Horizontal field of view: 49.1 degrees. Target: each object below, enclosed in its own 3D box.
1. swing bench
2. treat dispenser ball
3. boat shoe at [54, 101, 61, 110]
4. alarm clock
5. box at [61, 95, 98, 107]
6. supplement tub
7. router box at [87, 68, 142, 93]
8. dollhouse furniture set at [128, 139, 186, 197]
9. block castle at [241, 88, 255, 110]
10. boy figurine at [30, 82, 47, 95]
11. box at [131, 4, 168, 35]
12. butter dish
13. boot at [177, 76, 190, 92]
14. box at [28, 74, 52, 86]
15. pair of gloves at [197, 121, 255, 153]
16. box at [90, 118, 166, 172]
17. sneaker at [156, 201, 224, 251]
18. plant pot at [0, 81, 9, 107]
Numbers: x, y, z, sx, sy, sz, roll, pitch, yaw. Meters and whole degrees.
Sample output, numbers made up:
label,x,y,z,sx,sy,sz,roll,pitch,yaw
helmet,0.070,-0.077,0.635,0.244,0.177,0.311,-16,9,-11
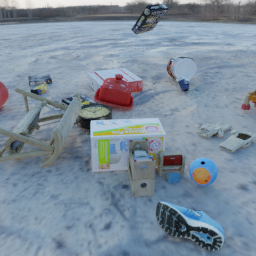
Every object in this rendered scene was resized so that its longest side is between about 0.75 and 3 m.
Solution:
label,x,y,z,sx,sy,sz,roll,pitch,yaw
swing bench,-3.126,-0.052,9.819,2.557,1.659,2.543,6,34,5
treat dispenser ball,2.223,1.294,8.268,0.826,0.826,0.826,0,27,0
boat shoe,-3.431,-1.100,13.567,0.289,0.273,0.804,-12,29,-22
alarm clock,-1.396,-0.552,11.963,1.526,0.753,2.263,3,30,7
box,-2.344,-1.162,13.593,1.190,0.362,1.476,-19,32,-37
supplement tub,3.197,-3.672,17.172,1.408,1.408,2.297,-3,16,-5
router box,-0.833,-2.717,16.274,2.482,0.675,2.765,-10,29,-19
dollhouse furniture set,0.930,1.096,8.230,1.730,1.213,1.220,-3,27,-5
block castle,6.429,-1.021,12.689,1.405,0.986,2.102,-27,35,-35
boy figurine,-4.834,-2.163,15.513,0.806,0.418,1.297,4,30,14
box,1.031,-5.053,12.979,0.411,1.349,1.674,46,41,6
butter dish,-0.558,-1.936,13.677,1.935,1.430,1.930,12,26,-4
boot,3.209,-2.369,15.824,0.616,0.765,1.693,-23,-10,26
box,-5.391,-2.947,17.125,1.323,0.320,1.048,-10,29,-19
pair of gloves,3.815,0.222,10.917,1.648,0.340,1.939,-15,30,-27
box,-0.029,0.522,9.233,2.361,1.328,1.196,-2,28,-6
sneaker,1.478,2.274,6.766,1.745,0.684,0.785,23,19,27
plant pot,-6.487,-1.339,12.884,1.570,1.570,1.389,-2,37,-4
